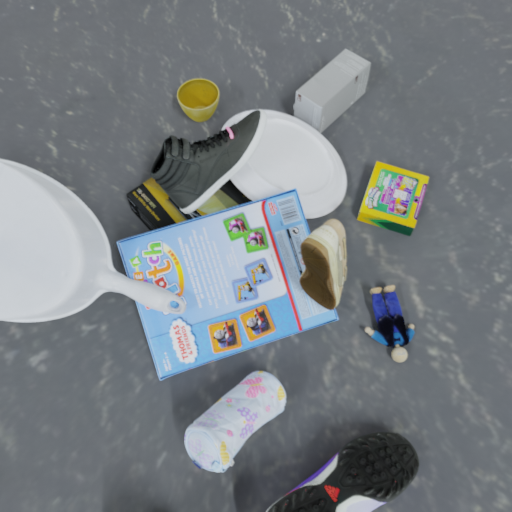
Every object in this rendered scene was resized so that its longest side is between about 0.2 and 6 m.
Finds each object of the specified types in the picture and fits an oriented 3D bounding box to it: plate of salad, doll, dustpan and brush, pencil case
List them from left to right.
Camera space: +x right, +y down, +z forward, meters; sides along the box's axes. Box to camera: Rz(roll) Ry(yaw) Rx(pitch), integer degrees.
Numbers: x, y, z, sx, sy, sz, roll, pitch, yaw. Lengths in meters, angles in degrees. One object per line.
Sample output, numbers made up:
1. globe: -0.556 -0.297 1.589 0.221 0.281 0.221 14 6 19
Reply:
1. dustpan and brush: -2.793 0.216 8.620 3.525 1.009 2.460 22 95 8
2. pencil case: -0.272 2.437 8.392 0.794 0.727 1.750 28 36 24
3. plate of salad: 0.500 -1.753 10.841 2.679 0.643 2.679 12 55 -18
4. doll: 2.301 1.194 9.667 0.902 0.320 1.322 -7 68 -13

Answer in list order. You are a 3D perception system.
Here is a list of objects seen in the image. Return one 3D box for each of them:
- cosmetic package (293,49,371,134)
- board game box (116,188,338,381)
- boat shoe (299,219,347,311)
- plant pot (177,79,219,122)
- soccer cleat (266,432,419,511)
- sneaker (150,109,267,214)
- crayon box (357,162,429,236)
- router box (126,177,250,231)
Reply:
1. cosmetic package: 1.590 -3.453 11.847 0.776 0.919 1.720 35 69 18
2. board game box: -0.464 0.440 9.429 3.123 0.571 2.362 -17 88 -10
3. boat shoe: 1.076 0.177 8.380 0.707 1.959 0.636 32 68 25
4. plant pot: -1.199 -3.209 11.875 0.877 0.623 0.877 0 61 1
5. soccer cleat: 1.161 3.508 8.154 2.868 1.049 0.978 -22 62 -30
6. sneaker: -0.876 -1.822 9.566 2.291 1.136 0.810 -44 34 15
7. crayon box: 2.659 -1.117 10.878 1.073 0.362 1.243 18 66 10
8. router box: -1.052 -0.797 10.579 1.778 0.591 2.261 -38 68 -18
